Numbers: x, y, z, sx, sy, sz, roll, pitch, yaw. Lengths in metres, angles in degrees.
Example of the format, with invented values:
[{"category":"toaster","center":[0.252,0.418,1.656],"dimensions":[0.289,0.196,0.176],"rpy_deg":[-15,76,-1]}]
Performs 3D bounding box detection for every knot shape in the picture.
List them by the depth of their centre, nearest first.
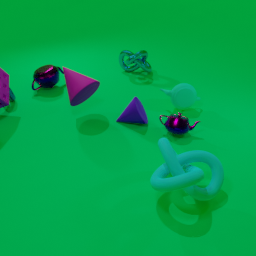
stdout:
[{"category":"knot shape","center":[1.390,0.979,6.361],"dimensions":[1.650,0.815,1.763],"rpy_deg":[17,29,-3]},{"category":"knot shape","center":[0.242,-2.874,12.087],"dimensions":[1.452,0.717,1.552],"rpy_deg":[9,-7,27]}]

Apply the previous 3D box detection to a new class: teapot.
[{"category":"teapot","center":[1.540,-0.156,8.395],"dimensions":[1.243,0.609,0.773],"rpy_deg":[13,15,5]},{"category":"teapot","center":[1.813,-1.123,9.589],"dimensions":[1.453,0.904,0.712],"rpy_deg":[11,20,-9]},{"category":"teapot","center":[-3.102,-1.991,10.983],"dimensions":[1.037,0.817,1.669],"rpy_deg":[19,49,39]}]

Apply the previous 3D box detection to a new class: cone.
[{"category":"cone","center":[-1.726,-1.525,8.966],"dimensions":[1.191,1.187,1.187],"rpy_deg":[50,50,6]},{"category":"cone","center":[0.014,-0.394,9.011],"dimensions":[0.948,0.944,0.944],"rpy_deg":[-23,30,17]}]

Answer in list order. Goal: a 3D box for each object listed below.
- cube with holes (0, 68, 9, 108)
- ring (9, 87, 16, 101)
[{"category":"cube with holes","center":[-4.528,-1.276,8.515],"dimensions":[1.208,1.208,1.208],"rpy_deg":[-19,61,11]},{"category":"ring","center":[-4.409,-1.482,10.030],"dimensions":[0.231,1.154,1.154],"rpy_deg":[-34,45,-17]}]
